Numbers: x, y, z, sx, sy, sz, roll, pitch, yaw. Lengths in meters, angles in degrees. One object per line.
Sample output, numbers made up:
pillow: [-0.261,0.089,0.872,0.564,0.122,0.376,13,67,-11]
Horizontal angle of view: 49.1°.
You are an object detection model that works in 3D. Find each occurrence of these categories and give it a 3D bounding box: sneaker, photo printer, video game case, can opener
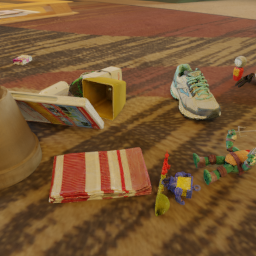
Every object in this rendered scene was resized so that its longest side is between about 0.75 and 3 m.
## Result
sneaker: [2.224,-1.319,9.660,1.154,1.284,2.975,-8,33,-12]
photo printer: [-2.557,-0.932,9.347,0.422,1.011,1.215,35,42,11]
sneaker: [-1.615,-1.691,10.861,0.924,0.846,2.169,8,23,25]
video game case: [-2.272,-0.500,8.031,2.830,2.024,0.247,7,74,10]
can opener: [4.804,-1.976,11.638,1.088,0.428,0.345,-30,50,-25]

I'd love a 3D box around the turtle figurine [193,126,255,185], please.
turtle figurine: [2.611,0.709,6.780,1.855,0.934,1.389,-20,20,-3]

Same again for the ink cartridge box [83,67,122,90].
ink cartridge box: [-0.900,-1.584,10.333,0.591,1.014,1.402,23,38,39]

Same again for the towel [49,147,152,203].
towel: [-0.688,1.063,6.831,2.307,0.262,1.662,-4,31,-7]

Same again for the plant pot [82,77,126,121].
plant pot: [-0.697,-1.110,9.453,1.223,1.223,1.079,17,30,27]

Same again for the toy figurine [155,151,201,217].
toy figurine: [1.139,1.245,6.093,0.912,0.803,1.522,11,34,8]

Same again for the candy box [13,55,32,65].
candy box: [-5.252,-3.394,13.971,0.555,0.248,0.815,9,33,14]

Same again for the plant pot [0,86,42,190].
plant pot: [-3.381,0.073,6.829,2.252,1.954,2.252,1,31,0]

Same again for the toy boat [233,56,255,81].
toy boat: [5.511,-2.346,11.552,2.220,1.032,1.867,11,34,17]
